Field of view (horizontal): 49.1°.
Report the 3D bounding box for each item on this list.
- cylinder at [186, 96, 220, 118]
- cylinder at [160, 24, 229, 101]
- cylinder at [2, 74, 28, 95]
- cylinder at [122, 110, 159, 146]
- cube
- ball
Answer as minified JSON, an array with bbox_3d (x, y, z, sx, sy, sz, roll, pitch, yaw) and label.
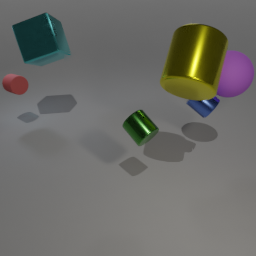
[{"bbox_3d":[2.204,-0.772,8.253,0.700,0.700,0.700,40,37,2],"label":"cylinder"},{"bbox_3d":[1.631,-1.581,6.950,1.400,1.400,1.400,16,-11,3],"label":"cylinder"},{"bbox_3d":[-4.228,-1.642,10.516,0.700,0.700,0.700,18,33,40],"label":"cylinder"},{"bbox_3d":[0.330,-0.001,7.318,0.700,0.700,0.700,-27,69,-39],"label":"cylinder"},{"bbox_3d":[-3.164,-3.234,10.464,1.400,1.400,1.400,-16,6,9],"label":"cube"},{"bbox_3d":[3.071,-1.633,8.517,1.400,1.400,1.400,0,29,0],"label":"ball"}]
